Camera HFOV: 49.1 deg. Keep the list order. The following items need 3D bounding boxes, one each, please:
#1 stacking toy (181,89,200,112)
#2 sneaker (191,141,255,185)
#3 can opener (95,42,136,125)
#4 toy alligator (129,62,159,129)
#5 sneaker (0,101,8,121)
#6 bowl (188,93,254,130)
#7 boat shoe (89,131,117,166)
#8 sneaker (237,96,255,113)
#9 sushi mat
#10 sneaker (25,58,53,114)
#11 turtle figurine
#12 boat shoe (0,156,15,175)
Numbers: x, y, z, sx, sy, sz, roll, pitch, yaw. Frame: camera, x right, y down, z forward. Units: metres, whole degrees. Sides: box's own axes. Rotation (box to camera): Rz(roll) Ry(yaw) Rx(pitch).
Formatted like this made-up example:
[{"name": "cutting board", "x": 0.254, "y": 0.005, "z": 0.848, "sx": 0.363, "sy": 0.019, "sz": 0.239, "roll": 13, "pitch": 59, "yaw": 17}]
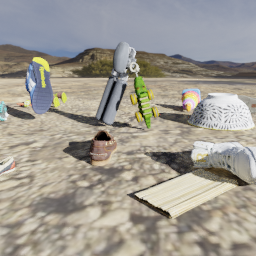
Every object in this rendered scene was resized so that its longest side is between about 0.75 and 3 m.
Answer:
[{"name": "stacking toy", "x": 3.022, "y": -1.207, "z": 13.770, "sx": 0.938, "sy": 0.992, "sz": 1.708, "roll": -2, "pitch": 25, "yaw": 20}, {"name": "sneaker", "x": 1.840, "y": 0.669, "z": 5.528, "sx": 1.133, "sy": 0.722, "sz": 1.961, "roll": -1, "pitch": 3, "yaw": 3}, {"name": "can opener", "x": -0.547, "y": -1.548, "z": 9.708, "sx": 0.756, "sy": 2.833, "sz": 0.947, "roll": 25, "pitch": 8, "yaw": 36}, {"name": "toy alligator", "x": 0.444, "y": -1.073, "z": 9.206, "sx": 0.757, "sy": 2.284, "sz": 0.549, "roll": -18, "pitch": 4, "yaw": -6}, {"name": "sneaker", "x": -5.245, "y": -0.706, "z": 11.353, "sx": 0.636, "sy": 0.747, "sz": 1.638, "roll": -5, "pitch": 14, "yaw": -20}, {"name": "bowl", "x": 3.505, "y": -0.708, "z": 10.521, "sx": 2.399, "sy": 1.126, "sz": 2.399, "roll": 1, "pitch": 12, "yaw": 0}, {"name": "boat shoe", "x": -0.593, "y": 0.366, "z": 6.924, "sx": 0.615, "sy": 0.614, "sz": 1.747, "roll": -2, "pitch": 11, "yaw": -1}, {"name": "sneaker", "x": 5.616, "y": -1.102, "z": 13.396, "sx": 2.126, "sy": 0.795, "sz": 1.129, "roll": 6, "pitch": 6, "yaw": -9}, {"name": "sushi mat", "x": 1.066, "y": 1.069, "z": 4.916, "sx": 1.867, "sy": 0.113, "sz": 0.893, "roll": -11, "pitch": 15, "yaw": -39}, {"name": "sneaker", "x": -3.590, "y": -1.592, "z": 11.174, "sx": 0.851, "sy": 2.303, "sz": 0.947, "roll": 10, "pitch": -21, "yaw": -44}, {"name": "turtle figurine", "x": -4.517, "y": -1.682, "z": 15.371, "sx": 2.204, "sy": 0.880, "sz": 2.734, "roll": 5, "pitch": 14, "yaw": 22}, {"name": "boat shoe", "x": -2.641, "y": 0.827, "z": 5.619, "sx": 0.312, "sy": 0.274, "sz": 0.877, "roll": 8, "pitch": 16, "yaw": 25}]
